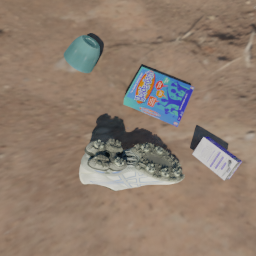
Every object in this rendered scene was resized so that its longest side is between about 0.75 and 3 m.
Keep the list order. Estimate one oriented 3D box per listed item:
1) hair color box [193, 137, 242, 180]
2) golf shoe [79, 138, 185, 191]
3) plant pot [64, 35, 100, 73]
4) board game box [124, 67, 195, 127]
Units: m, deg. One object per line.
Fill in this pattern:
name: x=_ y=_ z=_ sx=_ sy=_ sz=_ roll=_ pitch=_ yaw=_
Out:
hair color box: x=2.215 y=0.745 z=7.030 sx=1.057 sy=0.343 sz=0.578 roll=43 pitch=116 yaw=35
golf shoe: x=0.076 y=1.048 z=6.965 sx=2.672 sy=1.299 sz=1.046 roll=13 pitch=43 yaw=-21
plant pot: x=-1.262 y=-2.201 z=8.109 sx=0.955 sy=0.767 sz=0.955 roll=28 pitch=34 yaw=-21
board game box: x=0.890 y=-0.923 z=8.032 sx=1.678 sy=0.378 sz=1.276 roll=23 pitch=64 yaw=9
